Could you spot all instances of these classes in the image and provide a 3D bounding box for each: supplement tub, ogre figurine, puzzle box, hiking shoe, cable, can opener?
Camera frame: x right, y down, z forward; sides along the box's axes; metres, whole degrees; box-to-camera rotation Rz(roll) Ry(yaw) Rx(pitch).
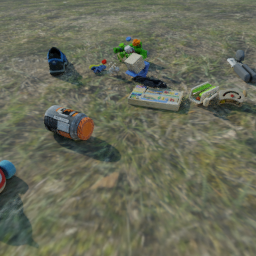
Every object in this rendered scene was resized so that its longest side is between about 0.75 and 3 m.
[{"bbox_3d":[-1.763,-0.139,8.426,1.378,0.845,0.845,17,36,24],"label":"supplement tub"},{"bbox_3d":[0.260,-3.708,13.952,1.168,0.956,1.948,-32,31,-23],"label":"ogre figurine"},{"bbox_3d":[1.065,-1.165,10.589,1.906,0.242,1.268,9,33,15],"label":"puzzle box"},{"bbox_3d":[-3.337,-3.403,13.343,0.898,1.046,2.413,-7,33,-10],"label":"hiking shoe"},{"bbox_3d":[0.887,-1.912,11.427,1.414,0.359,1.154,18,18,27],"label":"cable"},{"bbox_3d":[5.187,-2.840,12.795,0.640,0.808,2.430,1,37,-1],"label":"can opener"}]

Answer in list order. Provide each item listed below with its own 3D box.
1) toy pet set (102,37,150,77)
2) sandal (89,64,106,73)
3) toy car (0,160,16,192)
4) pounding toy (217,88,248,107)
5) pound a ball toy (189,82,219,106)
[{"bbox_3d":[0.126,-2.991,12.700,1.918,1.019,1.791,-46,49,-15],"label":"toy pet set"},{"bbox_3d":[-1.373,-2.752,13.071,0.869,0.346,0.379,-17,69,-34],"label":"sandal"},{"bbox_3d":[-3.532,0.822,6.334,1.305,1.475,1.360,11,35,16],"label":"toy car"},{"bbox_3d":[3.873,-1.026,10.336,1.157,0.664,0.662,-8,60,4],"label":"pounding toy"},{"bbox_3d":[2.879,-1.163,10.317,1.310,0.556,0.854,-26,47,-37],"label":"pound a ball toy"}]
